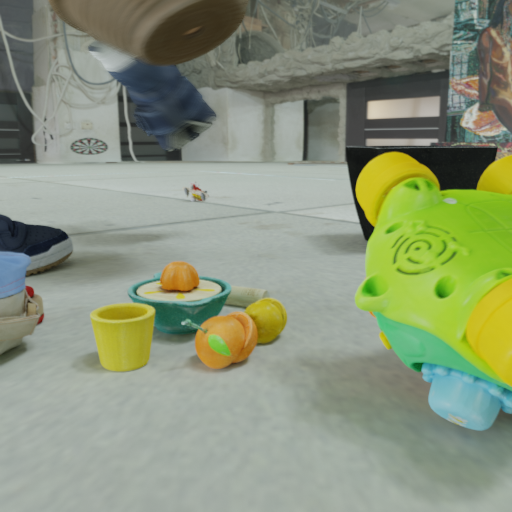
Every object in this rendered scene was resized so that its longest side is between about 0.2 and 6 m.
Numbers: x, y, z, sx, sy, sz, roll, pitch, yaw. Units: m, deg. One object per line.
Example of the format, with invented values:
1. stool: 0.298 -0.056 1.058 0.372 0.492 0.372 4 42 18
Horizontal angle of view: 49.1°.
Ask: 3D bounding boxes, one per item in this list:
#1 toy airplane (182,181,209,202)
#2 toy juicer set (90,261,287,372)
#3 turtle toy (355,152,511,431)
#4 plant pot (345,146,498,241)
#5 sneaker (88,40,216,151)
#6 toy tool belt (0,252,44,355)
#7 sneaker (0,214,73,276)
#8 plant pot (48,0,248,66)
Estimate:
1. toy airplane: -1.742 -1.800 16.068 0.723 0.513 0.726 30 -12 -18
2. toy juicer set: -0.450 0.373 5.259 1.502 0.643 2.361 1 11 5
3. turtle toy: 1.866 0.293 3.765 2.680 1.354 1.953 -1 35 -16
4. plant pot: 2.595 -0.985 9.286 1.884 1.671 1.879 -1 11 -8
5. sneaker: -1.802 -3.042 9.831 1.146 2.179 3.015 -36 33 8
6. toy tool belt: -2.326 0.276 4.676 1.075 1.058 1.722 2 12 7
7. sneaker: -3.941 -0.555 7.003 3.195 1.733 1.120 -8 14 -33
8. plant pot: -0.991 -3.106 6.476 2.706 1.249 2.706 -25 -3 -2
